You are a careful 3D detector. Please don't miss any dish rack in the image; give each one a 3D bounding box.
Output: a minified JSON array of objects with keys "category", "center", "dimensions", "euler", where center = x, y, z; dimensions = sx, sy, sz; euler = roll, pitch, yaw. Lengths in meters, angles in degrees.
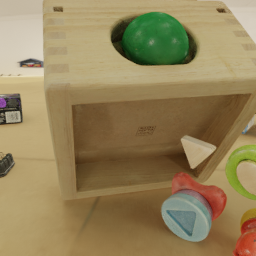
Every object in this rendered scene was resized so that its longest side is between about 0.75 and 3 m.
[{"category":"dish rack","center":[-2.509,0.636,4.852],"dimensions":[0.911,0.248,0.699],"euler":[-3,12,-5]}]

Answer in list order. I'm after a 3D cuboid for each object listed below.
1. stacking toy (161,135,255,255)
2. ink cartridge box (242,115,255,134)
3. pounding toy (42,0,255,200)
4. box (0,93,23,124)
[{"category":"stacking toy","center":[0.862,0.722,2.632],"dimensions":[1.252,1.133,0.529],"euler":[11,28,35]},{"category":"ink cartridge box","center":[3.033,-0.336,8.190],"dimensions":[1.071,0.618,1.476],"euler":[8,15,32]},{"category":"pounding toy","center":[0.301,-0.679,3.523],"dimensions":[2.501,2.717,1.932],"euler":[-5,53,-12]},{"category":"box","center":[-3.974,-0.662,9.181],"dimensions":[0.937,0.813,1.532],"euler":[-5,14,-21]}]
